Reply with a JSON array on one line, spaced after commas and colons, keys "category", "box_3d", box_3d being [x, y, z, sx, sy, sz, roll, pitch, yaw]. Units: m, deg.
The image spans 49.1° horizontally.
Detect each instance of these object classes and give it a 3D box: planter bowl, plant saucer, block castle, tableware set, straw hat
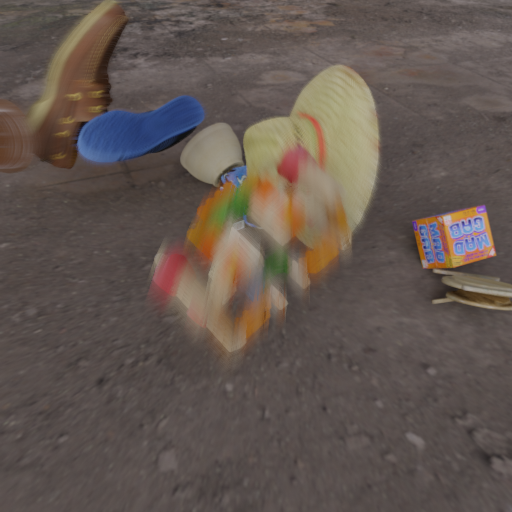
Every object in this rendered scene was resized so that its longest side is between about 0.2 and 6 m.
[{"category": "planter bowl", "box_3d": [-0.940, -2.325, 13.644, 1.514, 1.514, 1.019, -27, 71, -32]}, {"category": "plant saucer", "box_3d": [-4.470, -2.053, 9.706, 1.324, 1.324, 0.228, 11, 26, 14]}, {"category": "block castle", "box_3d": [-0.017, -0.116, 7.228, 2.497, 1.669, 1.172, -42, 61, -7]}, {"category": "tableware set", "box_3d": [4.743, 0.861, 9.680, 3.074, 0.616, 2.032, 8, 7, 3]}, {"category": "straw hat", "box_3d": [0.481, -1.571, 9.064, 1.358, 3.210, 3.210, 2, 34, -23]}]

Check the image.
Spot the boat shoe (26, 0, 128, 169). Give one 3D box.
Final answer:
[{"category": "boat shoe", "box_3d": [-3.240, -3.106, 10.533, 1.171, 3.469, 1.249, 35, 29, -11]}]

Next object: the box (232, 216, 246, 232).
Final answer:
[{"category": "box", "box_3d": [-0.620, -0.861, 12.457, 0.431, 0.323, 0.861, -22, 44, -26]}]

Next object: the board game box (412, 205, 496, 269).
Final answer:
[{"category": "board game box", "box_3d": [3.820, -0.351, 10.875, 0.993, 0.994, 0.994, -14, 2, -18]}]

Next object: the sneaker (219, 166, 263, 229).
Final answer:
[{"category": "sneaker", "box_3d": [-0.260, -1.338, 12.636, 1.117, 0.984, 2.505, -3, 29, -2]}]

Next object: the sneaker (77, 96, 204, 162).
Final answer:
[{"category": "sneaker", "box_3d": [-2.296, -2.335, 10.990, 2.745, 0.963, 1.069, -26, -1, -36]}]
